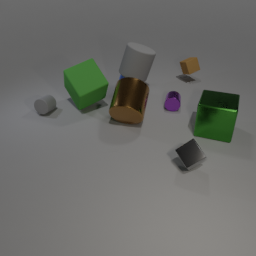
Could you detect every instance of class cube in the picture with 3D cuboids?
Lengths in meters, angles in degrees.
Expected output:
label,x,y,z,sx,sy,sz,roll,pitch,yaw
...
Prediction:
label,x,y,z,sx,sy,sz,roll,pitch,yaw
cube,2.027,0.858,8.944,0.700,0.700,0.700,-34,68,9
cube,3.419,-0.489,10.808,1.400,1.400,1.400,11,35,18
cube,-1.841,-1.882,12.182,1.400,1.400,1.400,-29,78,-19
cube,3.272,-3.289,14.818,0.700,0.700,0.700,-26,20,-12

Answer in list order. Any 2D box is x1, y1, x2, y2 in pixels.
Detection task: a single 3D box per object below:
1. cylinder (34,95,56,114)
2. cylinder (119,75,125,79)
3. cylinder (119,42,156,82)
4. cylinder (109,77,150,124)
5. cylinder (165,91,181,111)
label,x,y,z,sx,sy,sz,roll,pitch,yaw
cylinder,-3.602,-1.031,12.209,0.700,0.700,0.700,9,25,14
cylinder,0.020,-2.451,14.296,0.700,0.700,0.700,19,16,-41
cylinder,0.424,-3.069,13.057,1.400,1.400,1.400,15,29,-9
cylinder,0.061,-1.069,11.226,1.400,1.400,1.400,8,64,12
cylinder,2.020,-1.208,12.586,0.700,0.700,0.700,6,33,9
